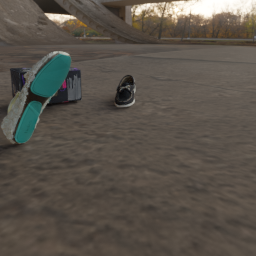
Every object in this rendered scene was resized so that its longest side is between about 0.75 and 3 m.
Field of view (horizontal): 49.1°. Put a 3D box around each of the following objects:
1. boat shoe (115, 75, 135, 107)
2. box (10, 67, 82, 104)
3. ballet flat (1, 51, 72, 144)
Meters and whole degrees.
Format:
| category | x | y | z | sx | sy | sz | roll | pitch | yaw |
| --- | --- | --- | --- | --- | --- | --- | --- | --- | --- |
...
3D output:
| category | x | y | z | sx | sy | sz | roll | pitch | yaw |
| --- | --- | --- | --- | --- | --- | --- | --- | --- | --- |
| boat shoe | -0.081 | -1.584 | 11.828 | 0.871 | 0.711 | 2.358 | 2 | 29 | 11 |
| box | -3.341 | -1.778 | 11.529 | 2.502 | 1.327 | 1.529 | -10 | 21 | -32 |
| ballet flat | -2.619 | -0.936 | 7.548 | 1.022 | 2.849 | 1.022 | 31 | 3 | -2 |
